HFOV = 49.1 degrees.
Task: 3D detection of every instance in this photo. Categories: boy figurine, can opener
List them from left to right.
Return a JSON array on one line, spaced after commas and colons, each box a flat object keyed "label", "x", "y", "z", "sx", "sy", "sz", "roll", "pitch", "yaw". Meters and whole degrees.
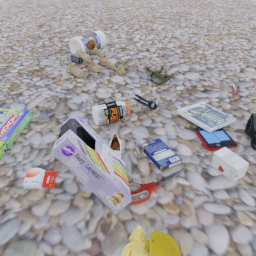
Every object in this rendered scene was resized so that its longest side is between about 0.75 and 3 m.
[{"label": "boy figurine", "x": 0.262, "y": 3.164, "z": 6.843, "sx": 1.015, "sy": 0.526, "sz": 1.632, "roll": 2, "pitch": 34, "yaw": -11}, {"label": "can opener", "x": 0.790, "y": -1.157, "z": 12.752, "sx": 1.196, "sy": 0.470, "sz": 0.379, "roll": 23, "pitch": 77, "yaw": -9}]

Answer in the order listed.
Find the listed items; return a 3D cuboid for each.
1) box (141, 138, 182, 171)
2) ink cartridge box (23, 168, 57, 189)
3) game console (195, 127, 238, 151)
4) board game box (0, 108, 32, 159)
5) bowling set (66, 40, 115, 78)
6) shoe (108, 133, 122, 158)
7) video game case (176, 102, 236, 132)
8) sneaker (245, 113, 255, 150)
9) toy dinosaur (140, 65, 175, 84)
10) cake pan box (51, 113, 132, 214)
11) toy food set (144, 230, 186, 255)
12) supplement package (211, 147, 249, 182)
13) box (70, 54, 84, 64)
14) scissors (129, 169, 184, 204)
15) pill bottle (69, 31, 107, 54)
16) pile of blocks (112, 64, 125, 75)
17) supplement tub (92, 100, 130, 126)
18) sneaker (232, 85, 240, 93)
[{"label": "box", "x": 1.184, "y": 0.936, "z": 10.220, "sx": 0.871, "sy": 0.233, "sz": 1.438, "roll": -17, "pitch": 40, "yaw": -23}, {"label": "ink cartridge box", "x": -2.894, "y": 1.643, "z": 9.243, "sx": 0.954, "sy": 0.239, "sz": 0.774, "roll": -4, "pitch": 36, "yaw": -1}, {"label": "game console", "x": 3.436, "y": 0.361, "z": 11.050, "sx": 1.242, "sy": 0.218, "sz": 1.405, "roll": -8, "pitch": 37, "yaw": -10}, {"label": "board game box", "x": -5.398, "y": 0.174, "z": 11.129, "sx": 1.993, "sy": 0.431, "sz": 2.961, "roll": 4, "pitch": 36, "yaw": 7}, {"label": "bowling set", "x": -2.157, "y": -4.205, "z": 16.068, "sx": 2.811, "sy": 1.956, "sz": 1.509, "roll": -20, "pitch": 38, "yaw": -31}, {"label": "shoe", "x": -0.534, "y": 0.842, "z": 10.154, "sx": 0.608, "sy": 0.464, "sz": 1.740, "roll": 1, "pitch": 36, "yaw": 2}, {"label": "video game case", "x": 3.361, "y": -0.528, "z": 12.087, "sx": 1.728, "sy": 0.222, "sz": 1.900, "roll": -17, "pitch": 37, "yaw": -32}, {"label": "sneaker", "x": 5.227, "y": 0.191, "z": 10.976, "sx": 0.929, "sy": 0.777, "sz": 2.046, "roll": 11, "pitch": 43, "yaw": -1}, {"label": "toy dinosaur", "x": 1.701, "y": -2.676, "z": 15.003, "sx": 1.096, "sy": 0.825, "sz": 2.144, "roll": -30, "pitch": 50, "yaw": -19}, {"label": "cake pan box", "x": -1.007, "y": 0.851, "z": 8.023, "sx": 0.667, "sy": 2.551, "sz": 2.350, "roll": -40, "pitch": 16, "yaw": 6}, {"label": "toy food set", "x": 0.865, "y": 3.054, "z": 6.892, "sx": 1.365, "sy": 0.446, "sz": 0.803, "roll": 32, "pitch": 33, "yaw": -32}, {"label": "supplement package", "x": 3.423, "y": 1.228, "z": 9.489, "sx": 0.601, "sy": 0.609, "sz": 1.004, "roll": -21, "pitch": 40, "yaw": -26}, {"label": "box", "x": -3.087, "y": -4.330, "z": 17.439, "sx": 0.791, "sy": 0.413, "sz": 0.586, "roll": 19, "pitch": 40, "yaw": 25}, {"label": "scissors", "x": 0.969, "y": 1.878, "z": 9.020, "sx": 2.330, "sy": 0.162, "sz": 0.852, "roll": -11, "pitch": 35, "yaw": -17}, {"label": "pill bottle", "x": -2.566, "y": -5.550, "z": 18.359, "sx": 1.335, "sy": 1.335, "sz": 2.346, "roll": 24, "pitch": 43, "yaw": 30}, {"label": "pile of blocks", "x": -0.487, "y": -3.388, "z": 16.102, "sx": 0.354, "sy": 0.468, "sz": 1.140, "roll": 18, "pitch": 18, "yaw": -48}, {"label": "supplement tub", "x": -0.725, "y": -0.675, "z": 11.916, "sx": 1.457, "sy": 0.893, "sz": 0.893, "roll": -15, "pitch": 38, "yaw": -19}, {"label": "sneaker", "x": 5.545, "y": -2.013, "z": 14.304, "sx": 0.337, "sy": 0.284, "sz": 0.770, "roll": 0, "pitch": 30, "yaw": 11}]
